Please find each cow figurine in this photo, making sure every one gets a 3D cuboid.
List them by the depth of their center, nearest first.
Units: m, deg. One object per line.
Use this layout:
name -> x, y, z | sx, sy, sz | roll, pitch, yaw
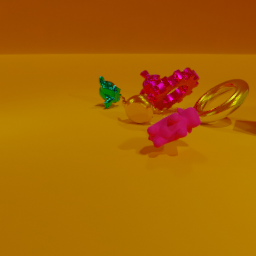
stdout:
cow figurine -> 1.029, -0.026, 6.367 | 1.246, 0.684, 1.227 | -26, -1, 10

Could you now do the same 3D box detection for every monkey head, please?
monkey head -> -0.823, -1.297, 11.038 | 0.886, 1.471, 1.058 | 23, 59, 24
monkey head -> 0.972, -1.969, 12.204 | 1.461, 0.880, 1.051 | -33, 56, -5

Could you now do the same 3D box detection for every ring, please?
ring -> 2.870, -0.853, 8.819 | 1.925, 0.385, 1.925 | -36, 17, 13

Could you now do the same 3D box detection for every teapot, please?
teapot -> 0.358, -0.650, 8.677 | 1.523, 0.947, 0.745 | 20, 37, 14

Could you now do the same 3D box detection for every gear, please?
gear -> 1.556, -1.293, 9.759 | 1.936, 1.936, 0.358 | -13, 64, -38
